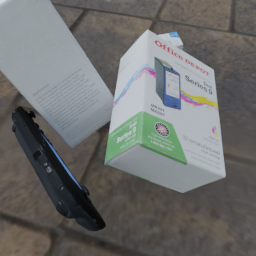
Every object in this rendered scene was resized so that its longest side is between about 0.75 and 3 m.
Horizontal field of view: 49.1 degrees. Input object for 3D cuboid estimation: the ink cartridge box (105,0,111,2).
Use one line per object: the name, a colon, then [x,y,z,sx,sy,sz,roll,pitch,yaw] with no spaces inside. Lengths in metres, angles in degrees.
ink cartridge box: [-1.015,-4.389,7.634,1.689,1.247,0.723,1,44,-44]

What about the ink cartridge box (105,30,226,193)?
ink cartridge box: [0.735,-0.321,5.400,1.860,1.120,2.559,24,52,-25]

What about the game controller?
game controller: [-1.275,0.655,4.971,0.566,1.401,2.686,-42,50,-5]

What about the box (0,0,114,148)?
box: [-1.604,-1.273,5.711,1.378,2.828,1.759,-36,34,-4]

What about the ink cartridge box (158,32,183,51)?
ink cartridge box: [1.040,-2.468,8.603,1.129,0.472,0.819,-10,47,1]
